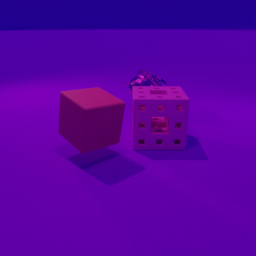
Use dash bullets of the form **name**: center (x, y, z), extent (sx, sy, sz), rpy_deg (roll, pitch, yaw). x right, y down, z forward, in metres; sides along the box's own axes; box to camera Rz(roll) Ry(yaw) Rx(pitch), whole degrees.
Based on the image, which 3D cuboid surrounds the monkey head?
- **monkey head**: center (0.740, -1.379, 10.197), extent (1.429, 1.197, 1.987), rpy_deg (-1, 41, -52)

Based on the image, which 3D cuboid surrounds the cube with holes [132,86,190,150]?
- **cube with holes**: center (0.812, -0.309, 7.652), extent (1.371, 1.371, 1.371), rpy_deg (0, 22, 0)

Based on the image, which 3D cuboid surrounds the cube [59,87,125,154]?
- **cube**: center (-0.880, -0.230, 6.634), extent (1.104, 1.104, 1.104), rpy_deg (-14, 34, -39)
